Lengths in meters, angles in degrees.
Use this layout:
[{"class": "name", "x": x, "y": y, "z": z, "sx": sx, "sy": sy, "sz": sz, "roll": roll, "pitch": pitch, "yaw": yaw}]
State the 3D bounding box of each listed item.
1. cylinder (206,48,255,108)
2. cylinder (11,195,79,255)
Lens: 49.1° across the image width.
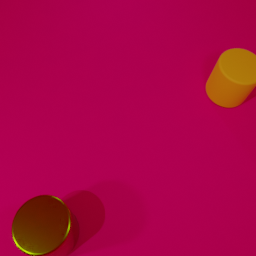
[{"class": "cylinder", "x": 2.729, "y": -1.275, "z": 7.277, "sx": 1.116, "sy": 1.116, "sz": 1.116, "roll": 1, "pitch": 64, "yaw": -3}, {"class": "cylinder", "x": -1.685, "y": 2.131, "z": 5.926, "sx": 1.165, "sy": 1.165, "sz": 1.165, "roll": 0, "pitch": 61, "yaw": -1}]
